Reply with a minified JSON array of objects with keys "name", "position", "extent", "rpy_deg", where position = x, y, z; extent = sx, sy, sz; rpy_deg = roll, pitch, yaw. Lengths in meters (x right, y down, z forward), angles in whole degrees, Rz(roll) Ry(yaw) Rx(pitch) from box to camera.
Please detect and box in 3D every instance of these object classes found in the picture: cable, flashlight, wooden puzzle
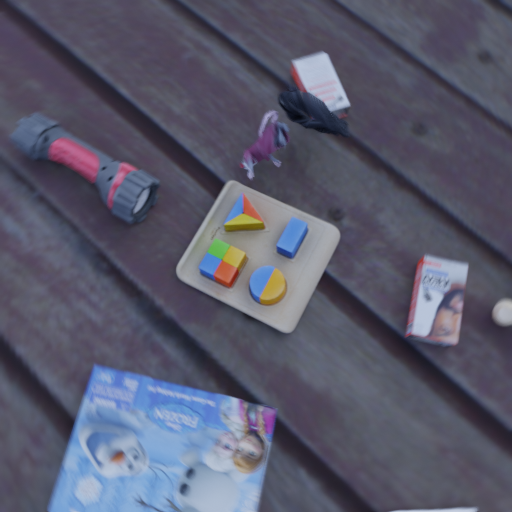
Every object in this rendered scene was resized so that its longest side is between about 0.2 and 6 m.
[{"name":"cable","position":[0.938,-2.267,9.225],"extent":[1.316,1.074,0.334],"rpy_deg":[27,85,-13]},{"name":"flashlight","position":[-2.927,-1.507,9.484],"extent":[2.613,0.884,0.888],"rpy_deg":[29,80,8]},{"name":"wooden puzzle","position":[0.051,-0.072,9.210],"extent":[2.160,0.500,2.001],"rpy_deg":[27,74,8]}]

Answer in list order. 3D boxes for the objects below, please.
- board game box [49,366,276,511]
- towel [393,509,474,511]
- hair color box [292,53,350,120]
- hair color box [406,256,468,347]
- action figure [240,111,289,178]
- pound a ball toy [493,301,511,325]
[{"name":"board game box","position":[-1.364,3.280,8.073],"extent":[2.810,0.609,2.796],"rpy_deg":[12,74,4]},{"name":"towel","position":[2.482,4.690,7.786],"extent":[1.557,0.318,2.127],"rpy_deg":[-3,72,-2]},{"name":"hair color box","position":[1.167,-3.053,10.231],"extent":[0.655,0.377,1.180],"rpy_deg":[-17,72,-7]},{"name":"hair color box","position":[2.905,0.731,9.000],"extent":[0.727,0.419,1.310],"rpy_deg":[13,74,3]},{"name":"action figure","position":[0.051,-1.805,9.446],"extent":[0.714,1.066,0.793],"rpy_deg":[-28,87,-52]},{"name":"pound a ball toy","position":[5.202,0.880,8.771],"extent":[2.527,1.074,1.648],"rpy_deg":[31,100,9]}]
